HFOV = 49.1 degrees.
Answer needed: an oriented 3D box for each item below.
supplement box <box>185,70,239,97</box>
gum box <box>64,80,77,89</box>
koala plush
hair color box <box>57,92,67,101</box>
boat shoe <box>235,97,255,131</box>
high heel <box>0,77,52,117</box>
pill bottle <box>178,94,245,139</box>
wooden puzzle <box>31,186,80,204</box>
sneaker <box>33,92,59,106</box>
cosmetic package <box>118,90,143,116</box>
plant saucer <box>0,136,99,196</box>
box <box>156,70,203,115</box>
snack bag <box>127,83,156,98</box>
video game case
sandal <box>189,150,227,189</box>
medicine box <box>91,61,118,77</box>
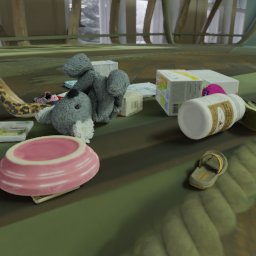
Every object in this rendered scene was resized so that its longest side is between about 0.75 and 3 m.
[{"bbox_3d":[3.900,-1.870,13.683,1.506,1.474,2.913,-5,22,-13],"label":"supplement box"},{"bbox_3d":[-3.310,-2.732,17.541,1.011,0.265,1.190,-15,26,-34],"label":"gum box"},{"bbox_3d":[-1.685,-0.738,10.283,2.554,2.647,2.880,25,48,16],"label":"koala plush"},{"bbox_3d":[-2.486,-1.512,13.934,1.029,0.621,2.027,11,25,25],"label":"hair color box"},{"bbox_3d":[4.894,-0.585,11.276,0.896,0.974,2.725,7,20,-10],"label":"boat shoe"},{"bbox_3d":[-4.615,-1.493,11.726,2.951,2.104,1.054,-3,-1,-3],"label":"high heel"},{"bbox_3d":[3.153,-0.529,10.344,2.458,1.405,1.405,-16,26,-34],"label":"pill bottle"},{"bbox_3d":[-1.981,1.379,7.094,1.118,0.225,1.208,-16,26,-34],"label":"wooden puzzle"},{"bbox_3d":[-3.865,-1.354,13.241,2.023,0.830,0.710,18,28,39],"label":"sneaker"},{"bbox_3d":[-0.633,-1.315,13.093,2.418,0.859,1.272,17,27,37],"label":"cosmetic package"},{"bbox_3d":[-2.159,0.846,7.611,2.736,0.693,2.736,-1,18,0],"label":"plant saucer"},{"bbox_3d":[2.302,-1.778,13.268,1.447,1.605,2.854,-2,20,-6],"label":"box"},{"bbox_3d":[0.781,-2.165,16.098,2.566,0.275,2.420,-12,25,-27],"label":"snack bag"},{"bbox_3d":[-4.595,0.121,10.306,1.851,0.204,1.685,-2,20,-6],"label":"video game case"},{"bbox_3d":[2.222,1.003,7.637,0.779,0.524,1.939,13,25,30],"label":"sandal"},{"bbox_3d":[-1.585,-2.741,15.502,1.931,1.759,0.994,-12,24,-27],"label":"medicine box"}]
